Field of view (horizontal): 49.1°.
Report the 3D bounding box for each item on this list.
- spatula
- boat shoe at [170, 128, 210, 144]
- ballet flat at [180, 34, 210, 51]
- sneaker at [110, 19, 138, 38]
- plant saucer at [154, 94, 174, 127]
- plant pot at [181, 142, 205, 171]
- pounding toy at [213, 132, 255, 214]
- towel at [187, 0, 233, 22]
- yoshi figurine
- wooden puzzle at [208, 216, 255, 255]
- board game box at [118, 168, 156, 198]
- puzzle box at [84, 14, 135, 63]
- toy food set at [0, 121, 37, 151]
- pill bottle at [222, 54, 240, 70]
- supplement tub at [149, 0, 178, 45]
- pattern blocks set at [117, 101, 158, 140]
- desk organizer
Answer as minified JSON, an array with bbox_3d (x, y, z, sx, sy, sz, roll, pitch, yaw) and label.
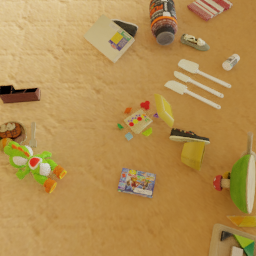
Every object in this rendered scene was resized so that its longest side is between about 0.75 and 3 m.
[{"bbox_3d":[3.143,-1.959,12.340,2.572,0.207,1.789,28,65,14],"label":"spatula"},{"bbox_3d":[2.422,0.323,10.912,1.550,0.567,0.486,10,71,10],"label":"boat shoe"},{"bbox_3d":[3.201,-4.099,13.318,1.466,0.467,0.494,22,64,11],"label":"ballet flat"},{"bbox_3d":[-0.395,-4.738,13.560,1.697,0.600,0.842,10,56,1],"label":"sneaker"},{"bbox_3d":[1.434,-0.716,10.750,0.261,1.078,1.078,-26,49,26],"label":"plant saucer"},{"bbox_3d":[2.418,0.995,10.466,0.745,0.845,0.845,11,62,19],"label":"plant pot"},{"bbox_3d":[3.719,1.613,9.761,1.170,1.946,2.521,1,58,30],"label":"pounding toy"},{"bbox_3d":[4.308,-6.410,14.695,2.004,0.228,1.443,-33,65,-18],"label":"towel"},{"bbox_3d":[-3.471,1.364,10.268,2.286,1.285,1.280,35,107,2],"label":"yoshi figurine"},{"bbox_3d":[3.493,4.023,9.112,1.716,0.297,2.544,10,63,5],"label":"wooden puzzle"},{"bbox_3d":[0.329,1.996,10.223,1.274,0.220,0.862,11,63,6],"label":"board game box"},{"bbox_3d":[-0.920,-4.226,13.204,1.448,0.277,2.177,-47,70,2],"label":"puzzle box"},{"bbox_3d":[-4.659,0.278,11.031,1.997,0.401,1.379,-8,62,-4],"label":"toy food set"},{"bbox_3d":[4.703,-3.010,12.753,0.776,0.439,0.439,-41,69,-19],"label":"pill bottle"},{"bbox_3d":[1.700,-5.135,13.408,1.280,1.280,2.393,-1,62,-1],"label":"supplement tub"},{"bbox_3d":[0.430,-0.287,11.478,1.730,0.140,1.521,-26,65,-13],"label":"pattern blocks set"},{"bbox_3d":[-4.571,-1.473,11.847,1.560,0.601,0.559,-5,62,-3],"label":"desk organizer"}]
